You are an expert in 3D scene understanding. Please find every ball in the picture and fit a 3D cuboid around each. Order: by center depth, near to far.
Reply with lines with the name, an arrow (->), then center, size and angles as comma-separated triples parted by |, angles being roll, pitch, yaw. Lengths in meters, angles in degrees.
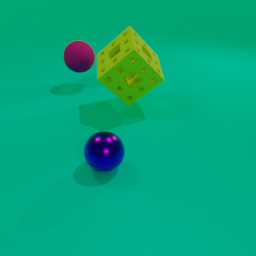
ball -> -0.478, 0.473, 5.662 | 0.832, 0.832, 0.832 | 0, 31, 0
ball -> -1.611, -2.352, 9.260 | 1.035, 1.035, 1.035 | 0, 31, 0

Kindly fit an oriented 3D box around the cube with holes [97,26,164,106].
cube with holes -> 0.036, -1.691, 7.751 | 1.264, 1.264, 1.264 | -34, 39, 25
